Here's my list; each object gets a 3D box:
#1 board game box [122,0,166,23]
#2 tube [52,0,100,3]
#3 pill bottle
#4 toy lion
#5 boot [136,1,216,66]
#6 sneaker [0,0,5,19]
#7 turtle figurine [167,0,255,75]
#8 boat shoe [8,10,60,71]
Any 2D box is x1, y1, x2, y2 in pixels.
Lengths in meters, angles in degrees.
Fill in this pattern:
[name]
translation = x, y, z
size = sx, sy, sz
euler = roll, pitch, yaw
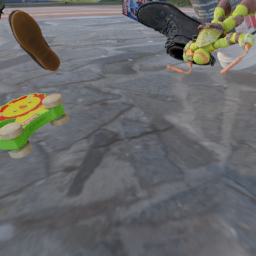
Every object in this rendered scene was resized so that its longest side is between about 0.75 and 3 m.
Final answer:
[board game box]
translation = 0.385, -4.604, 9.169
size = 2.034, 2.035, 0.628
euler = 36, 58, 24
[tube]
translation = -2.033, -4.059, 8.301
size = 2.708, 0.786, 0.703
euler = 12, 57, 25
[pill bottle]
translation = 2.861, -3.217, 7.865
size = 1.701, 2.936, 1.701
euler = -24, 34, 18
[toy lion]
translation = -1.911, -0.182, 5.000
size = 1.433, 0.513, 1.495
euler = 7, 37, 32
[boot]
translation = 1.096, -2.288, 6.746
size = 2.137, 0.740, 1.860
euler = 18, 41, 1
[sneaker]
translation = -3.625, -3.276, 7.770
size = 1.119, 0.641, 0.428
euler = 19, 68, 35
[turtle figurine]
translation = 1.620, -1.782, 5.408
size = 1.646, 0.657, 2.042
euler = -54, 24, -14
[boat shoe]
translation = -2.896, -2.583, 8.442
size = 0.770, 2.191, 0.771
euler = 34, 72, 32
